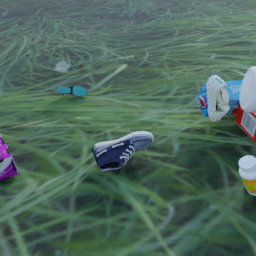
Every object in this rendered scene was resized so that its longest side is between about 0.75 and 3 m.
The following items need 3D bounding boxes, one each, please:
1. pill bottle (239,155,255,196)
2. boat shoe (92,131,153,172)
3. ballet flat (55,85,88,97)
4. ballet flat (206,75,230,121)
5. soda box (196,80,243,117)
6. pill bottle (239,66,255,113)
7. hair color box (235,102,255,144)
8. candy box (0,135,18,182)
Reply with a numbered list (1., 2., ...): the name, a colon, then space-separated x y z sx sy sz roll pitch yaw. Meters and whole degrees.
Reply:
1. pill bottle: 2.469 0.932 5.544 0.444 0.800 0.444 -24 31 16
2. boat shoe: -0.057 0.558 6.225 1.432 0.535 0.664 -16 43 -3
3. ballet flat: -1.803 -1.199 8.973 1.019 0.346 0.384 2 9 -12
4. ballet flat: 2.209 -0.609 6.811 0.549 1.530 0.549 -12 50 15
5. soda box: 3.079 -0.869 7.927 2.116 0.679 0.718 -7 56 -14
6. pill bottle: 3.575 -0.747 6.238 1.852 1.039 1.039 9 36 3
7. hair color box: 4.268 -0.277 7.341 2.449 0.750 1.243 -8 37 -9
8. candy box: -3.490 0.545 6.304 1.340 0.599 1.965 -24 42 -28
